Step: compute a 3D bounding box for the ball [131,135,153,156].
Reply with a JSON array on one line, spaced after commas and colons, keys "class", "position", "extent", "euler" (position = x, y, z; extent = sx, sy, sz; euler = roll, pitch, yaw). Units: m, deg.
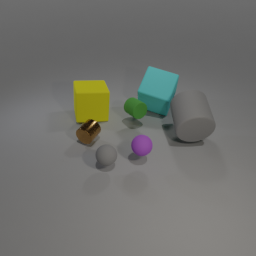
[{"class": "ball", "position": [0.453, 0.569, 9.151], "extent": [0.700, 0.700, 0.700], "euler": [0, 31, 0]}]

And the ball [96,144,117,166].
[{"class": "ball", "position": [-0.697, 0.874, 9.052], "extent": [0.700, 0.700, 0.700], "euler": [0, 31, 0]}]

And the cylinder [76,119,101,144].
[{"class": "cylinder", "position": [-1.485, 0.133, 10.551], "extent": [0.700, 0.700, 0.700], "euler": [15, 42, 24]}]

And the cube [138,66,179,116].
[{"class": "cube", "position": [1.314, -1.611, 12.386], "extent": [1.400, 1.400, 1.400], "euler": [19, 68, 11]}]

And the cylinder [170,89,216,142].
[{"class": "cylinder", "position": [2.333, -0.444, 10.243], "extent": [1.400, 1.400, 1.400], "euler": [-2, 50, -3]}]

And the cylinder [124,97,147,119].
[{"class": "cylinder", "position": [0.299, -0.798, 11.246], "extent": [0.700, 0.700, 0.700], "euler": [-18, 32, -27]}]

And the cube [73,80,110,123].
[{"class": "cube", "position": [-1.627, -1.192, 12.285], "extent": [1.400, 1.400, 1.400], "euler": [-3, 31, -14]}]
